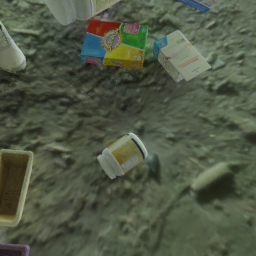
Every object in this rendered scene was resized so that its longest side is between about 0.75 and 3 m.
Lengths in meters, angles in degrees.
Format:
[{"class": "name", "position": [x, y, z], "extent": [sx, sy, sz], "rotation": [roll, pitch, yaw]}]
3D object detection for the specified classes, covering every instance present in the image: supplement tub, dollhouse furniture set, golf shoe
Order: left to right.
[{"class": "dollhouse furniture set", "position": [-3.177, 1.565, 5.326], "extent": [2.282, 2.044, 2.880], "rotation": [4, 67, 2]}, {"class": "golf shoe", "position": [-3.526, -2.384, 7.649], "extent": [0.778, 0.966, 1.987], "rotation": [-34, 72, -16]}, {"class": "supplement tub", "position": [-1.060, -4.358, 7.931], "extent": [2.768, 2.006, 2.006], "rotation": [-35, 71, -14]}, {"class": "supplement tub", "position": [-0.138, 0.646, 6.450], "extent": [0.995, 0.718, 0.718], "rotation": [-34, 71, -14]}]

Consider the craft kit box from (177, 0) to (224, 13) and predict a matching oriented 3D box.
[{"class": "craft kit box", "position": [2.038, -3.476, 5.404], "extent": [2.782, 2.747, 0.675], "rotation": [-13, 84, -52]}]

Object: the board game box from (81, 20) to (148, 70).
[{"class": "board game box", "position": [-0.360, -2.392, 7.977], "extent": [1.723, 0.347, 1.318], "rotation": [7, 67, 3]}]

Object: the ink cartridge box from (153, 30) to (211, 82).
[{"class": "ink cartridge box", "position": [1.440, -1.860, 7.656], "extent": [0.858, 0.506, 1.491], "rotation": [-30, 70, -12]}]
